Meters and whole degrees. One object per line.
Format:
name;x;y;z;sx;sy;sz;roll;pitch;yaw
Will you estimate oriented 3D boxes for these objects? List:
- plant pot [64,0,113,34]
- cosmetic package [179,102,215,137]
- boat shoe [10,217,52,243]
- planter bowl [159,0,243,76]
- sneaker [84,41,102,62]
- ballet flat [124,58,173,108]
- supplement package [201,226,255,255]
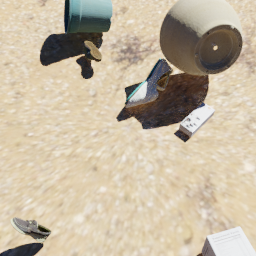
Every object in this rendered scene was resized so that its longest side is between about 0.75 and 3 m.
plant pot;-1.380;-3.970;9.680;1.489;1.520;1.520;-1;55;-20
cosmetic package;1.989;-0.254;8.049;0.455;0.279;1.103;39;64;21
boat shoe;-2.028;2.081;5.907;0.314;0.970;0.355;-44;40;-2
planter bowl;2.227;-2.461;7.977;2.349;2.349;1.581;-10;37;-6
sneaker;-1.187;-2.411;9.332;0.362;0.484;1.079;-11;50;-31
ballet flat;0.750;-1.288;8.547;0.773;0.773;2.227;27;60;17
supplement package;2.149;2.833;5.499;0.804;0.775;1.414;-12;45;-9
